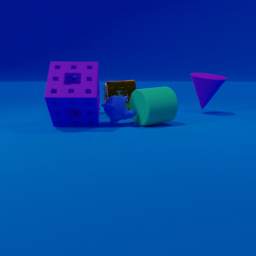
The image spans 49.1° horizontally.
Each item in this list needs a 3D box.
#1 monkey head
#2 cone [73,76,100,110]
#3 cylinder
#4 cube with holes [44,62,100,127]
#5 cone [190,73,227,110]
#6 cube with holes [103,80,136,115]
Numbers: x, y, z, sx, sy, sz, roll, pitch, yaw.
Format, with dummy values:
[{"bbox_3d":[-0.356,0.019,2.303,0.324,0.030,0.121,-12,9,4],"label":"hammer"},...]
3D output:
[{"bbox_3d":[-0.215,-0.550,7.586,0.840,0.704,1.168,-10,10,32],"label":"monkey head"},{"bbox_3d":[-1.522,-1.112,10.247,1.560,1.560,1.566,12,-24,50],"label":"cone"},{"bbox_3d":[0.698,-0.610,7.751,0.992,0.992,0.992,-10,14,-29],"label":"cylinder"},{"bbox_3d":[-1.369,-0.857,7.282,1.202,1.202,1.202,0,-35,-3],"label":"cube with holes"},{"bbox_3d":[2.748,-1.235,9.980,1.233,1.238,1.233,5,19,-2],"label":"cone"},{"bbox_3d":[-0.268,-1.005,9.441,0.960,0.960,0.960,-6,-4,-12],"label":"cube with holes"}]
